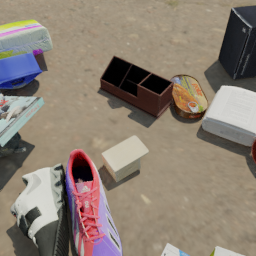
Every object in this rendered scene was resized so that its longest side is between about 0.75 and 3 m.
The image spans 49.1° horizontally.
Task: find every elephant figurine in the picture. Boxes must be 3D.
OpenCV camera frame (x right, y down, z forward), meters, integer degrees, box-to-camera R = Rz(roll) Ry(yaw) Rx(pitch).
[{"bbox_3d":[-3.454,0.029,7.834,1.063,1.166,1.503,-31,36,27],"label":"elephant figurine"}]

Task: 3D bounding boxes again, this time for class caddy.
[{"bbox_3d":[-3.760,-1.785,9.271,1.797,0.943,1.270,-27,13,-36],"label":"caddy"}]

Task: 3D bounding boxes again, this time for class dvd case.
[{"bbox_3d":[-3.649,-0.273,7.355,2.434,0.268,1.777,5,41,24],"label":"dvd case"}]

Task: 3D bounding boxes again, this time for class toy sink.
[{"bbox_3d":[-0.050,0.808,7.412,1.065,0.597,0.694,-30,55,-17],"label":"toy sink"}]

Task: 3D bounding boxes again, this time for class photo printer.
[{"bbox_3d":[3.302,-0.489,8.498,1.605,0.670,1.930,21,51,19],"label":"photo printer"}]

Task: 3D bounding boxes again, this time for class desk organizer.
[{"bbox_3d":[0.225,-1.382,9.108,2.443,0.941,0.876,30,55,24],"label":"desk organizer"}]

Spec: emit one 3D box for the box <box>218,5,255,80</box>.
[{"bbox_3d":[4.934,-3.083,9.857,2.805,2.076,1.463,-7,48,-8],"label":"box"}]

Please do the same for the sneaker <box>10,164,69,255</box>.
[{"bbox_3d":[-1.938,2.033,6.113,1.211,1.014,2.736,-9,40,-8],"label":"sneaker"}]

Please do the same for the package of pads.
[{"bbox_3d":[-4.472,-3.148,10.319,2.867,0.978,2.215,-21,34,-18],"label":"package of pads"}]

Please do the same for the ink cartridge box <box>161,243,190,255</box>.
[{"bbox_3d":[0.876,2.886,5.743,0.562,0.325,0.775,24,53,20],"label":"ink cartridge box"}]

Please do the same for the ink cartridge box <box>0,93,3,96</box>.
[{"bbox_3d":[-4.363,-0.145,8.020,2.011,0.504,1.619,-28,40,-19],"label":"ink cartridge box"}]

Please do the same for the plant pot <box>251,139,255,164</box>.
[{"bbox_3d":[3.947,0.636,7.458,0.853,0.877,0.877,-5,48,-16],"label":"plant pot"}]

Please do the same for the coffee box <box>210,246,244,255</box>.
[{"bbox_3d":[1.906,3.101,4.907,1.271,1.286,1.284,16,50,14],"label":"coffee box"}]

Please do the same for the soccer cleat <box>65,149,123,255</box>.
[{"bbox_3d":[-0.861,1.799,6.207,0.995,1.068,2.918,-13,50,-12],"label":"soccer cleat"}]

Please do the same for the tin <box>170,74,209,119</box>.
[{"bbox_3d":[1.954,-1.057,9.224,1.061,0.397,1.895,-9,49,-2],"label":"tin"}]
